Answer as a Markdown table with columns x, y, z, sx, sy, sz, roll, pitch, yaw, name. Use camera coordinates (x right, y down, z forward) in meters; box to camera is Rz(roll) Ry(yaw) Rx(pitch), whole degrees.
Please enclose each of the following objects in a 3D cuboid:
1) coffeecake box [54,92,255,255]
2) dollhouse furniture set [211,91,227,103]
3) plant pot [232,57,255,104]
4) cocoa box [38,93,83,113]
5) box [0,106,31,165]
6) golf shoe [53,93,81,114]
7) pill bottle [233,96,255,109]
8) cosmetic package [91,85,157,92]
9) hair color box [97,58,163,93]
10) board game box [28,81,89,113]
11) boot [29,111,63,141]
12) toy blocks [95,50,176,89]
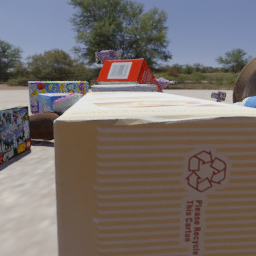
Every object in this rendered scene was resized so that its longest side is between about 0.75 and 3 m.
| x | y | z | sx | sy | sz | roll | pitch | yaw | name |
| --- | --- | --- | --- | --- | --- | --- | --- | --- | --- |
| 0.037 | 0.491 | 1.666 | 0.650 | 1.365 | 1.778 | -1 | 10 | -6 | coffeecake box |
| 2.730 | -0.747 | 9.348 | 0.805 | 1.165 | 1.234 | 13 | 4 | 21 | dollhouse furniture set |
| 5.139 | -1.063 | 9.313 | 2.462 | 2.462 | 2.147 | -4 | 30 | -24 | plant pot |
| -2.208 | -0.593 | 9.096 | 1.034 | 1.051 | 1.576 | -6 | 11 | -31 | cocoa box |
| -2.277 | 0.099 | 5.337 | 0.273 | 0.936 | 1.367 | 1 | 10 | 5 | box |
| -1.311 | -0.122 | 7.425 | 0.856 | 1.040 | 2.273 | -27 | -11 | -1 | golf shoe |
| 4.070 | -0.515 | 8.580 | 0.962 | 0.962 | 1.714 | -6 | 3 | -33 | pill bottle |
| -0.054 | -0.300 | 6.392 | 1.122 | 1.362 | 1.124 | 6 | 11 | 31 | cosmetic package |
| 0.293 | -1.025 | 8.656 | 1.313 | 0.792 | 2.588 | 5 | -23 | 28 | hair color box |
| -3.429 | -1.588 | 13.865 | 2.740 | 1.437 | 1.411 | -5 | 11 | -21 | board game box |
| -2.745 | 0.091 | 6.035 | 2.042 | 0.704 | 2.191 | -9 | 0 | 32 | boot |
| 0.360 | -2.025 | 12.068 | 2.691 | 2.880 | 2.424 | -8 | 6 | -40 | toy blocks |
